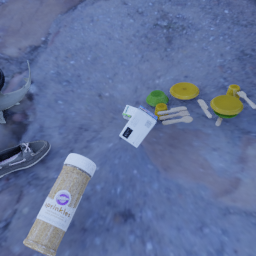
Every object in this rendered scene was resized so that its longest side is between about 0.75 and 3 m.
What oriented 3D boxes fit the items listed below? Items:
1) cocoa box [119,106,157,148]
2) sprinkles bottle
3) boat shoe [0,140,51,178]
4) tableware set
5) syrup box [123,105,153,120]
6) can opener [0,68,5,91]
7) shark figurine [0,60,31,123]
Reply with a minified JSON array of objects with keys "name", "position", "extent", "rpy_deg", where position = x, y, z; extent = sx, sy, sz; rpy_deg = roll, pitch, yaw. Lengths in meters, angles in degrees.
[{"name":"cocoa box","position":[0.267,-0.043,6.893],"extent":[0.549,0.823,0.540],"rpy_deg":[35,19,0]},{"name":"sprinkles bottle","position":[-1.374,1.557,5.884],"extent":[0.692,0.692,2.029],"rpy_deg":[18,64,12]},{"name":"boat shoe","position":[-2.832,0.729,6.954],"extent":[1.814,0.517,0.607],"rpy_deg":[-27,49,-14]},{"name":"tableware set","position":[2.021,-0.735,8.146],"extent":[2.808,0.431,1.892],"rpy_deg":[-11,42,-6]},{"name":"syrup box","position":[0.292,-0.338,7.929],"extent":[0.816,0.332,0.321],"rpy_deg":[19,74,14]},{"name":"can opener","position":[-3.777,-0.566,7.245],"extent":[0.867,1.075,2.734],"rpy_deg":[4,82,-4]},{"name":"shark figurine","position":[-3.517,-1.036,8.155],"extent":[2.118,0.884,1.265],"rpy_deg":[-37,63,-21]}]
